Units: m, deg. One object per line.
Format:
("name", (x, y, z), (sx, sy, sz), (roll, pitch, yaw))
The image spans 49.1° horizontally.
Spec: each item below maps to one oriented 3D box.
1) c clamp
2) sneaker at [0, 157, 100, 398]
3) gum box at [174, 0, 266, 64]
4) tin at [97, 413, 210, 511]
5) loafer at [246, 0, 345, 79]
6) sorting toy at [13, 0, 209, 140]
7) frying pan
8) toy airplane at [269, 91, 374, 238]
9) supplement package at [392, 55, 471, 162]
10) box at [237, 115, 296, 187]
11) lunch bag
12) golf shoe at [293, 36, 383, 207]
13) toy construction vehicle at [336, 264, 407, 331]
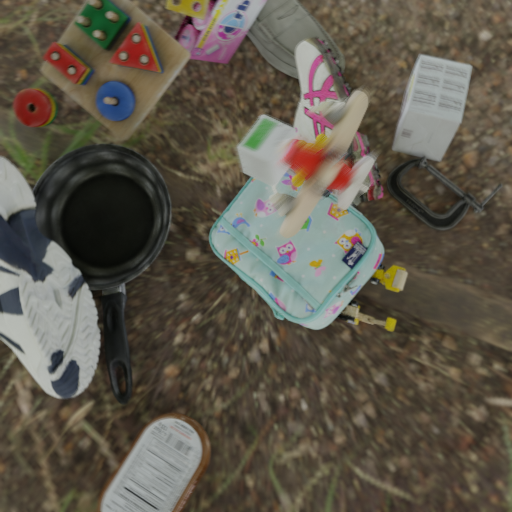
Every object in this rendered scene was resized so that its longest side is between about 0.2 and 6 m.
("c clamp", (2.851, -1.041, 8.762), (1.487, 0.201, 1.270), (38, 77, 13))
("sneaker", (-3.631, 0.562, 7.537), (2.159, 1.324, 3.318), (-25, 98, 24))
("gum box", (-0.582, -3.914, 9.143), (0.919, 1.620, 0.536), (-12, 62, -45))
("tin", (-1.280, 2.800, 7.033), (0.965, 0.361, 1.724), (26, 70, 15))
("loafer", (0.331, -4.040, 9.558), (2.936, 1.025, 1.027), (42, 73, 16))
("sorting toy", (-2.179, -3.097, 8.622), (1.755, 0.616, 3.640), (40, 104, -5))
("frying pan", (-1.872, 0.012, 8.015), (2.151, 0.579, 3.556), (-34, 80, 0))
("toy airplane", (0.528, -0.761, 4.673), (0.723, 1.020, 1.024), (33, 60, 24))
("supplement package", (2.733, -2.301, 8.793), (0.820, 1.066, 1.115), (15, 68, 6))
("box", (0.149, -1.261, 6.765), (0.483, 0.564, 0.562), (29, 72, 18))
("lunch bag", (0.518, -0.115, 7.712), (2.195, 0.846, 1.760), (41, 89, 26))
("golf shoe", (0.955, -2.014, 8.544), (1.284, 1.012, 2.789), (-18, 77, 14))
("toy construction vehicle", (1.464, 0.464, 7.934), (1.196, 0.421, 1.041), (13, 76, 17))
